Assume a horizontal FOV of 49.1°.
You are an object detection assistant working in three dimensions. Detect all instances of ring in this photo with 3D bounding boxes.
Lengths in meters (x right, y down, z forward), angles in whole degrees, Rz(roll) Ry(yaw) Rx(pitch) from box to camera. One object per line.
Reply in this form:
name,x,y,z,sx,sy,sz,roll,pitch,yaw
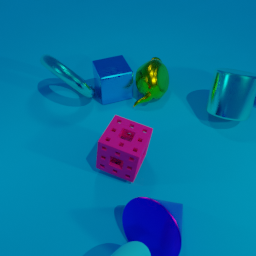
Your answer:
ring,-1.903,-1.632,8.903,1.990,1.990,0.398,36,89,28
ring,-0.222,2.843,4.612,0.400,1.998,1.998,20,50,28

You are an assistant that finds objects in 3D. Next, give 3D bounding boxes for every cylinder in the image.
cylinder,3.103,-1.026,8.352,1.299,1.299,1.299,7,20,-3

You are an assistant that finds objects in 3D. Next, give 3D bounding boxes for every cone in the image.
cone,0.884,1.990,6.293,1.453,1.453,1.458,35,30,28

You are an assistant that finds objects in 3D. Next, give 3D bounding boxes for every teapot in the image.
teapot,0.716,-1.542,9.274,1.015,1.290,2.074,1,61,33

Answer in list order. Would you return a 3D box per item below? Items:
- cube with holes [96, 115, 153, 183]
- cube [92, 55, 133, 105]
cube with holes,-0.100,0.524,7.172,1.046,1.046,1.046,20,46,10
cube,-0.504,-1.609,9.320,1.078,1.078,1.078,-15,48,-13
